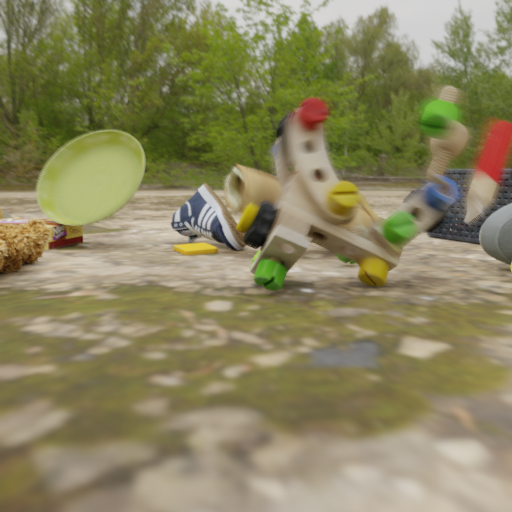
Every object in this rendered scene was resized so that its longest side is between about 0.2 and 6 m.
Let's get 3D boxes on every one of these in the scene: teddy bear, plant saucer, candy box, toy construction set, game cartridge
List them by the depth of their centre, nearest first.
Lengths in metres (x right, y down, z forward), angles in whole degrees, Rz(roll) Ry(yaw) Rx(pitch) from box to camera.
[{"bbox_3d":[1.287,-0.447,6.882,2.657,2.448,3.186,44,-33,-24],"label":"toy construction set"},{"bbox_3d":[-3.997,-0.165,8.143,1.936,0.892,2.671,0,8,12],"label":"teddy bear"},{"bbox_3d":[-1.133,-0.119,10.466,0.654,0.120,0.741,-6,13,-25],"label":"game cartridge"},{"bbox_3d":[-3.288,-1.534,11.373,2.346,2.346,0.364,3,-28,18],"label":"plant saucer"},{"bbox_3d":[-4.556,-0.474,11.436,1.747,0.493,1.019,7,12,23],"label":"candy box"}]

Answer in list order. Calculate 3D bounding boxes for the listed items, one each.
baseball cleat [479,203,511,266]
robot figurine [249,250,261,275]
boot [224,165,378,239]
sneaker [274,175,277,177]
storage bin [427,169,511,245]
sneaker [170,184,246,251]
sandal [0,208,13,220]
[{"bbox_3d":[5.033,-0.281,8.009,3.285,1.146,1.749,-2,8,-5],"label":"baseball cleat"},{"bbox_3d":[0.190,0.033,7.860,0.625,0.361,0.548,-51,27,-23],"label":"robot figurine"},{"bbox_3d":[0.764,-1.062,10.427,2.809,0.929,2.460,16,14,-18],"label":"boot"},{"bbox_3d":[0.593,-1.208,13.314,0.919,1.423,2.623,0,8,-3],"label":"sneaker"},{"bbox_3d":[5.535,-1.065,11.913,2.283,1.583,3.377,-4,8,-24],"label":"storage bin"},{"bbox_3d":[-1.000,-0.525,11.262,0.721,1.116,2.057,46,7,-44],"label":"sneaker"},{"bbox_3d":[-6.355,-0.866,12.612,1.369,0.920,3.408,-3,10,-9],"label":"sandal"}]
